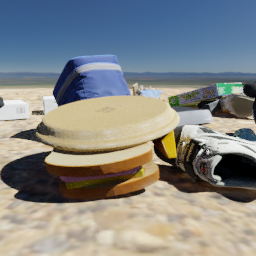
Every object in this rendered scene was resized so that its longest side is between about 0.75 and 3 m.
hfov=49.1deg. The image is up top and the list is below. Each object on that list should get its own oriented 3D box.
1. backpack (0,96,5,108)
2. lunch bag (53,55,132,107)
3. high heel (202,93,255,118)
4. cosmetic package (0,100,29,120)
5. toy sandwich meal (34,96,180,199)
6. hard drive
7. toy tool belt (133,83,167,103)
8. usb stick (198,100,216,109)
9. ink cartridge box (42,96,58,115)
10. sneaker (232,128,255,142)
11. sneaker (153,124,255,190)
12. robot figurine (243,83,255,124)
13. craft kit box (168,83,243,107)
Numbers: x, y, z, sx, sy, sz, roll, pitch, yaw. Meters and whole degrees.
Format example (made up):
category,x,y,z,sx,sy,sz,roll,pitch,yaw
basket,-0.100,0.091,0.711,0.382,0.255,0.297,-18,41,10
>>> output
category,x,y,z,sx,sy,sz,roll,pitch,yaw
backpack,-4.725,-0.600,8.288,1.334,1.635,1.257,49,13,24
lunch bag,-1.133,-0.974,8.180,1.676,1.632,2.467,-9,-18,-34
high heel,5.077,-1.124,12.422,2.087,1.045,2.928,-16,11,-41
cosmetic package,-5.571,-0.716,11.384,2.639,0.682,1.990,-6,14,-28
toy sandwich meal,-0.323,0.152,5.061,2.845,0.974,2.845,-4,18,1
hard drive,1.687,-0.425,10.251,2.522,0.534,1.701,-7,13,-32
toy tool belt,1.124,-1.572,14.035,2.217,1.362,1.384,-8,13,-35
usb stick,4.980,-1.253,14.519,2.885,0.470,0.800,-5,0,-23
ink cartridge box,-3.360,-1.109,13.238,1.269,0.764,1.746,-4,10,-17
sneaker,2.586,0.264,6.662,0.800,0.499,1.356,6,13,-1
sneaker,1.324,0.465,4.700,2.379,0.881,1.053,8,11,37
robot figurine,4.061,-0.404,6.913,2.096,1.741,2.789,-8,7,21
craft kit box,4.125,-1.729,14.828,2.876,0.706,2.912,-16,-4,44
